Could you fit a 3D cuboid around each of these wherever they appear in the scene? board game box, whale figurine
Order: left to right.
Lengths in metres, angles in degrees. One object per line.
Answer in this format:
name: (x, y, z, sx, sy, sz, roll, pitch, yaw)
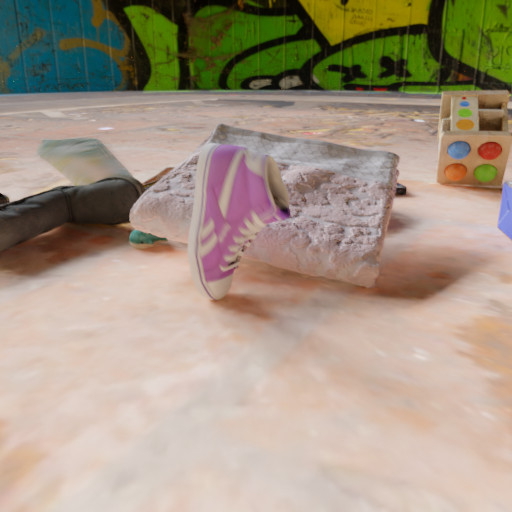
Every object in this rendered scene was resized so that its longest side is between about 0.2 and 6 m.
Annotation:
whale figurine: (-1.758, -0.310, 9.155, 0.616, 0.320, 0.490, -7, 21, -19)
board game box: (5.177, -0.656, 9.286, 1.796, 0.870, 1.432, 2, 20, 6)

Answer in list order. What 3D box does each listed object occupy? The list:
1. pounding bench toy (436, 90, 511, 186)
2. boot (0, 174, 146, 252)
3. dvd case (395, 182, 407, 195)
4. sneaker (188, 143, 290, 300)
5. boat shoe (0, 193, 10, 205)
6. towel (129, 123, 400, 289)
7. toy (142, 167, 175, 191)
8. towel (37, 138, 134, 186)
pounding bench toy: (5.150, -2.422, 13.509, 1.490, 2.398, 1.871, 4, 52, 15)
boot: (-3.450, -0.659, 9.177, 2.439, 0.973, 2.682, -7, 9, 24)
dvd case: (2.377, -1.631, 12.906, 1.760, 0.218, 1.323, -2, 21, -8)
sneaker: (-0.182, -0.292, 6.754, 1.133, 1.987, 0.720, 14, 23, 24)
boat shoe: (-5.121, -1.048, 10.898, 0.600, 0.506, 1.682, -15, 25, -36)
towel: (0.381, -1.034, 8.972, 3.625, 0.584, 3.462, 13, 39, 13)
toy: (-1.905, -1.272, 11.132, 1.931, 0.456, 1.112, -25, -7, 40)
towel: (-3.521, -1.883, 11.846, 1.825, 0.440, 1.563, 8, -22, 29)
